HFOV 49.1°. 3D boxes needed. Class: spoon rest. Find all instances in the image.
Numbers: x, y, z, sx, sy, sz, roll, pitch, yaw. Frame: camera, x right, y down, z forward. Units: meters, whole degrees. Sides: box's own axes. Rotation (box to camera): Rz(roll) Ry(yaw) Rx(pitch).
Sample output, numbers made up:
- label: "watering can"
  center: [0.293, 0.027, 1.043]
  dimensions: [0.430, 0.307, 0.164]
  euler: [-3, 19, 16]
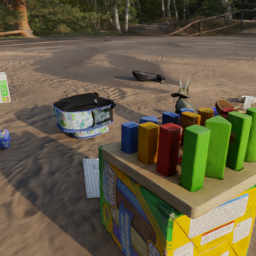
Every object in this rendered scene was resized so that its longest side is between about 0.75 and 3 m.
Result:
- label: "spoon rest"
  center: [5.137, -1.176, 11.878]
  dimensions: [0.722, 0.440, 1.453]
  euler: [11, 26, 25]

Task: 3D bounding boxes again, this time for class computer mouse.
- label: "computer mouse"
  center: [1.127, -2.878, 16.010]
  dimensions: [1.910, 0.504, 1.323]
  euler: [8, 19, -10]

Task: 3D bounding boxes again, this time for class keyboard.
- label: "keyboard"
  center: [-0.799, 1.155, 6.722]
  dimensions: [0.480, 0.091, 1.705]
  euler: [-4, 23, -11]

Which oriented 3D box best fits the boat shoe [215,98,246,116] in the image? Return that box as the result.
- label: "boat shoe"
  center: [3.446, -0.374, 8.822]
  dimensions: [0.660, 0.644, 1.745]
  euler: [-26, 54, -11]

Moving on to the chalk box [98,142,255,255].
- label: "chalk box"
  center: [0.519, 1.120, 4.768]
  dimensions: [1.654, 1.646, 2.658]
  euler: [-12, 26, -28]

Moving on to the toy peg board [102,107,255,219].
- label: "toy peg board"
  center: [0.864, 0.107, 3.934]
  dimensions: [1.825, 0.893, 1.818]
  euler: [-14, 26, -35]

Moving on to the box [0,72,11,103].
- label: "box"
  center: [-5.923, -1.689, 12.054]
  dimensions: [1.403, 1.238, 0.678]
  euler: [-11, 25, -27]

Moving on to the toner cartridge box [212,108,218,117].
- label: "toner cartridge box"
  center: [3.561, -0.350, 10.033]
  dimensions: [0.704, 0.320, 1.482]
  euler: [0, 23, -3]

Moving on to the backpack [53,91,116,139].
- label: "backpack"
  center: [-1.431, -0.358, 8.859]
  dimensions: [1.661, 1.221, 1.520]
  euler: [-14, 25, -31]

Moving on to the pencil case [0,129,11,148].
- label: "pencil case"
  center: [-4.127, 0.381, 7.936]
  dimensions: [1.462, 0.571, 0.635]
  euler: [-7, 9, -16]

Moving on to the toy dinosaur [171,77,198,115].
- label: "toy dinosaur"
  center: [1.869, -0.449, 8.932]
  dimensions: [0.911, 1.211, 2.368]
  euler: [-20, 41, 12]
